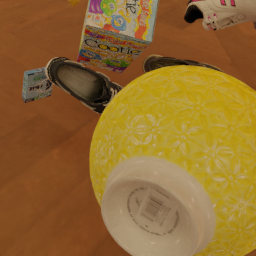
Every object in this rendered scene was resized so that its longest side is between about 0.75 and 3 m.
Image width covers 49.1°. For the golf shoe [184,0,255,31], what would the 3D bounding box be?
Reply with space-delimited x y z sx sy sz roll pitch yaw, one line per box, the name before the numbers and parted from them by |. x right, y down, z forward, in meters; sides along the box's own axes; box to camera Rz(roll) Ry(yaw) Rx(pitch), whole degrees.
golf shoe | 2.370 -2.675 6.398 0.985 1.249 2.712 25 14 -35

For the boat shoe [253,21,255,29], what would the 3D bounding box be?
boat shoe | 4.264 -2.799 6.757 2.367 0.843 0.826 4 61 25

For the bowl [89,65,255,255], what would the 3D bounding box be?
bowl | 0.409 0.568 2.720 2.176 2.176 1.171 21 28 20

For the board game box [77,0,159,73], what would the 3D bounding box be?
board game box | -0.364 -2.386 6.659 1.350 2.620 1.374 11 85 -13

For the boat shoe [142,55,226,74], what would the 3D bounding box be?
boat shoe | 1.368 -1.213 6.529 2.091 0.747 0.687 13 18 -5

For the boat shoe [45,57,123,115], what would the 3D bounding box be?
boat shoe | -0.623 -0.693 5.519 2.061 0.779 0.622 21 5 -30

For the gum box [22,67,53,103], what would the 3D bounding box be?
gum box | -2.096 -1.019 6.556 0.703 0.828 0.184 -25 62 -39

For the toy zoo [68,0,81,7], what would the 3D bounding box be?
toy zoo | -0.737 -3.681 6.810 2.001 0.205 1.312 -12 40 54
